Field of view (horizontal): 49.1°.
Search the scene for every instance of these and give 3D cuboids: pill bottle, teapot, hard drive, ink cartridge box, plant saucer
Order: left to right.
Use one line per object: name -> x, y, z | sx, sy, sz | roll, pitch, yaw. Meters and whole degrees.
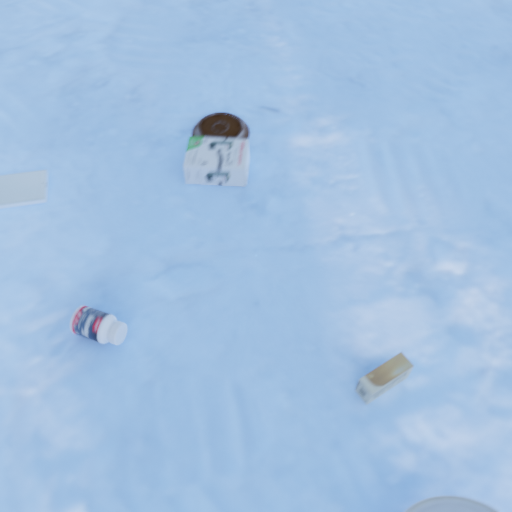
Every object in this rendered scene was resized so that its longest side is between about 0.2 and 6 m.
hard drive -> -5.243, -1.424, 12.124 | 1.380, 0.181, 0.910 | -8, 53, -7
pill bottle -> -2.742, 1.236, 9.796 | 0.888, 0.531, 0.531 | 16, 54, 15
ink cartridge box -> -0.852, -2.092, 12.384 | 1.365, 0.574, 0.996 | 3, 52, 2
plant saucer -> -0.847, -2.987, 13.313 | 1.385, 0.222, 1.385 | 0, 53, 0
teapot -> 2.625, 4.137, 7.156 | 1.881, 1.373, 1.856 | 2, 22, 31

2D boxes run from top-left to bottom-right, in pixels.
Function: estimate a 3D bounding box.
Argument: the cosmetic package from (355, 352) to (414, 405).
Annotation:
cosmetic package -> 2.118, 2.029, 9.277 | 0.924, 0.486, 0.329 | -27, 58, -21
